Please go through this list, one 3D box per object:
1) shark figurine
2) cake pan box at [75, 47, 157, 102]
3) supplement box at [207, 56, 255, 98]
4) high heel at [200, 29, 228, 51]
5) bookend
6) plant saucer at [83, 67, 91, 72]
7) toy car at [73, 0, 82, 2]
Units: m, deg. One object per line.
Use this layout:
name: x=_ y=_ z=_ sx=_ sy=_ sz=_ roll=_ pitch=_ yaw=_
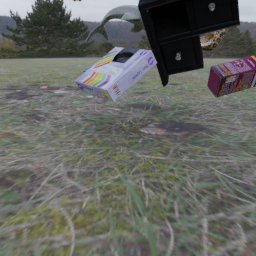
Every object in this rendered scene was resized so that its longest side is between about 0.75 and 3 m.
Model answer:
shark figurine: x=-0.164 y=-3.747 z=9.707 sx=3.020 sy=1.804 sz=1.260 roll=8 pitch=36 yaw=23
cake pan box: x=-0.351 y=-1.610 z=7.987 sx=1.870 sy=0.489 sz=1.722 roll=-43 pitch=40 yaw=-18
supplement box: x=1.701 y=-0.820 z=4.478 sx=0.756 sy=0.417 sz=0.324 roll=-15 pitch=51 yaw=-9
high heel: x=2.810 y=-3.452 z=10.771 sx=1.233 sy=0.618 sz=1.730 roll=26 pitch=-41 yaw=-30
bookend: x=2.010 y=-2.875 z=8.144 sx=2.729 sy=2.747 sz=1.265 roll=-8 pitch=44 yaw=18
plant saucer: x=-1.048 y=-1.990 z=9.701 sx=1.186 sy=0.113 sz=0.415 roll=15 pitch=38 yaw=40
toy car: x=-2.168 y=-5.518 z=11.476 sx=0.464 sy=0.315 sz=0.946 roll=-2 pitch=48 yaw=-25
